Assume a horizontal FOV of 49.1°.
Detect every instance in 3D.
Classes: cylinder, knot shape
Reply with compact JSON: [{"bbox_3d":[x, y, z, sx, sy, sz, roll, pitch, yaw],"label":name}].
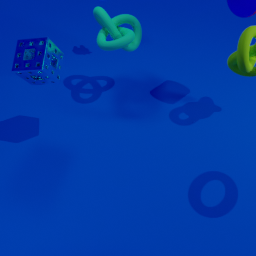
[{"bbox_3d":[3.046,-3.287,6.806,0.906,0.906,0.906,-36,56,-25],"label":"cylinder"},{"bbox_3d":[-0.396,-2.812,7.910,1.508,0.744,1.611,43,43,5],"label":"knot shape"},{"bbox_3d":[3.352,-2.000,7.032,1.598,1.708,0.789,-35,69,12],"label":"knot shape"}]

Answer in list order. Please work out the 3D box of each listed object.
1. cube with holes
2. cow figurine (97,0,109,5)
[{"bbox_3d":[-2.012,-1.486,6.363,0.766,0.766,0.766,1,75,16],"label":"cube with holes"},{"bbox_3d":[-0.639,-4.494,9.187,0.525,0.957,0.942,15,17,-45],"label":"cow figurine"}]
